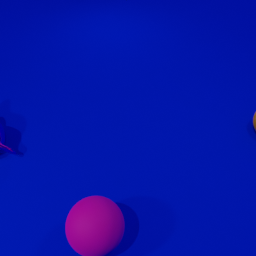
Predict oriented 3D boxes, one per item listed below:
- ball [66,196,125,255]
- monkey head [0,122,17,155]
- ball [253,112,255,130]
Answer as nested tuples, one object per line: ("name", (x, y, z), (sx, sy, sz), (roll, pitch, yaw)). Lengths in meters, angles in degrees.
("ball", (-0.641, 1.921, 5.500), (1.145, 1.145, 1.145), (0, 51, 0))
("monkey head", (-3.653, 0.130, 6.896), (1.109, 1.324, 1.841), (-39, 81, -22))
("ball", (3.806, -0.189, 7.350), (0.959, 0.959, 0.959), (0, 51, 0))
